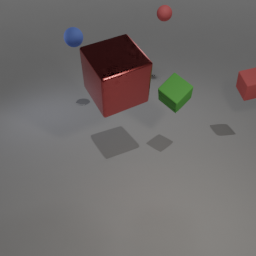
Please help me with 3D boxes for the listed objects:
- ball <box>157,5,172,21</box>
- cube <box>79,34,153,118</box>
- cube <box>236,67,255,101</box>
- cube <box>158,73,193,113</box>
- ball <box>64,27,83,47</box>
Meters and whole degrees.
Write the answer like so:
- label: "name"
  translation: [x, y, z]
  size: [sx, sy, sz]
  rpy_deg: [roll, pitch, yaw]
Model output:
- label: "ball"
  translation: [1.662, -5.230, 12.764]
  size: [0.700, 0.700, 0.700]
  rpy_deg: [0, 31, 0]
- label: "cube"
  translation: [-0.332, -1.402, 7.507]
  size: [1.400, 1.400, 1.400]
  rpy_deg: [-22, 56, -18]
- label: "cube"
  translation: [3.945, -1.405, 8.911]
  size: [0.700, 0.700, 0.700]
  rpy_deg: [-13, 52, 3]
- label: "cube"
  translation: [1.345, -0.991, 7.989]
  size: [0.700, 0.700, 0.700]
  rpy_deg: [42, 80, 18]
- label: "ball"
  translation: [-1.981, -3.301, 10.186]
  size: [0.700, 0.700, 0.700]
  rpy_deg: [0, 31, 0]
